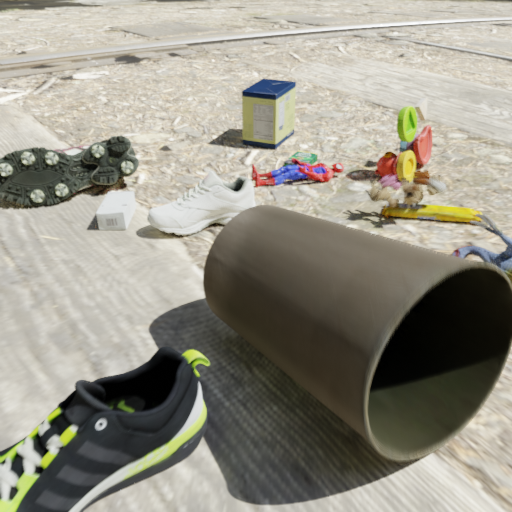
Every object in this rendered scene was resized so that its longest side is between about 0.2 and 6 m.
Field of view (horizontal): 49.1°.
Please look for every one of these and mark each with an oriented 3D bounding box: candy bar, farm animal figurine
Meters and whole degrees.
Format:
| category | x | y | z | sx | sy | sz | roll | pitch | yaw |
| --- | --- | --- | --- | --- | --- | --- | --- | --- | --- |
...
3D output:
| category | x | y | z | sx | sy | sz | roll | pitch | yaw |
| --- | --- | --- | --- | --- | --- | --- | --- | --- | --- |
| candy bar | 3.335 | -0.820 | 10.604 | 1.914 | 0.212 | 0.477 | 4 | 29 | 9 |
| farm animal figurine | 2.775 | -1.160 | 10.373 | 1.145 | 0.597 | 1.132 | -7 | -5 | 43 |

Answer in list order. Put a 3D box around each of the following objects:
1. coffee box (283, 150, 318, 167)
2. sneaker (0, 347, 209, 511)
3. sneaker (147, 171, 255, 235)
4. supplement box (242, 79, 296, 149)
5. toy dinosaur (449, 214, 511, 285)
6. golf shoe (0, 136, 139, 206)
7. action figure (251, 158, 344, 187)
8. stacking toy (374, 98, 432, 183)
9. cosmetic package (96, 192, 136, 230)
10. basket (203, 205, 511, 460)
| category | x | y | z | sx | sy | sz | roll | pitch | yaw |
| --- | --- | --- | --- | --- | --- | --- | --- | --- | --- |
| coffee box | 1.031 | -2.188 | 12.919 | 0.530 | 0.190 | 0.862 | 15 | 34 | 24 |
| sneaker | -1.800 | 1.715 | 5.324 | 3.052 | 1.264 | 1.094 | -24 | 38 | -34 |
| sneaker | -0.985 | -1.036 | 10.162 | 2.078 | 1.032 | 0.809 | -13 | 33 | -21 |
| supplement box | 0.333 | -3.592 | 14.109 | 0.921 | 1.370 | 1.372 | 13 | 33 | 21 |
| toy dinosaur | 3.759 | 0.398 | 8.395 | 2.094 | 1.099 | 1.900 | 36 | 9 | -16 |
| golf shoe | -3.938 | -1.710 | 11.565 | 2.953 | 1.140 | 1.301 | -14 | 11 | -21 |
| action figure | 0.933 | -1.823 | 12.073 | 1.997 | 0.516 | 0.653 | -4 | 28 | -12 |
| stacking toy | 3.208 | -2.566 | 12.319 | 0.739 | 1.584 | 1.750 | 8 | 31 | 36 |
| cosmetic package | -2.606 | -0.854 | 10.494 | 0.534 | 0.384 | 0.946 | -2 | 32 | 0 |
| basket | 0.919 | 0.587 | 6.477 | 2.741 | 2.067 | 3.040 | 11 | 10 | -45 |
